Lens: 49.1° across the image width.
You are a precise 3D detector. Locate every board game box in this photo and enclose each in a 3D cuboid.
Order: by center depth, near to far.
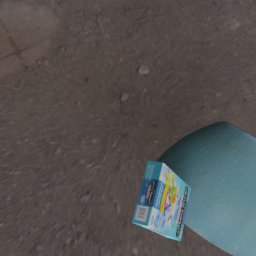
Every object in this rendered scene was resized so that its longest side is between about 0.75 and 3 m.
[{"bbox_3d":[0.462,0.931,3.484,0.226,0.963,0.727,1,64,35],"label":"board game box"}]

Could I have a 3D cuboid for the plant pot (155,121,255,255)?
[{"bbox_3d":[1.749,0.841,5.004,2.411,2.411,1.624,34,99,15],"label":"plant pot"}]
